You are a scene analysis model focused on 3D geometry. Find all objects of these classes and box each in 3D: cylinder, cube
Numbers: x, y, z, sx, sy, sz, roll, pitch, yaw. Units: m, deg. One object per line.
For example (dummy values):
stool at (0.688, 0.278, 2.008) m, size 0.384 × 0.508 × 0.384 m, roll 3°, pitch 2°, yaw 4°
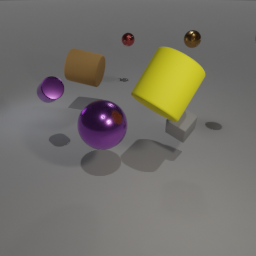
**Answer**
cylinder at (-2.394, -1.170, 8.628) m, size 0.700 × 0.700 × 0.700 m, roll -17°, pitch 4°, yaw -29°
cylinder at (-1.850, -2.613, 12.166) m, size 1.400 × 1.400 × 1.400 m, roll 15°, pitch 30°, yaw 7°
cube at (1.655, -0.114, 8.751) m, size 0.700 × 0.700 × 0.700 m, roll 33°, pitch 65°, yaw 23°
cylinder at (1.012, -1.096, 7.167) m, size 1.400 × 1.400 × 1.400 m, roll 31°, pitch 0°, yaw 0°

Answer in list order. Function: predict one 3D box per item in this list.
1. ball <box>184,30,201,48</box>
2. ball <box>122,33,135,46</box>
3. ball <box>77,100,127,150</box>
ball at (2.629, -3.624, 11.422) m, size 0.700 × 0.700 × 0.700 m, roll 0°, pitch 28°, yaw 0°
ball at (0.006, -4.704, 14.898) m, size 0.700 × 0.700 × 0.700 m, roll 0°, pitch 28°, yaw 0°
ball at (-0.714, -0.088, 7.863) m, size 1.400 × 1.400 × 1.400 m, roll 0°, pitch 28°, yaw 0°
